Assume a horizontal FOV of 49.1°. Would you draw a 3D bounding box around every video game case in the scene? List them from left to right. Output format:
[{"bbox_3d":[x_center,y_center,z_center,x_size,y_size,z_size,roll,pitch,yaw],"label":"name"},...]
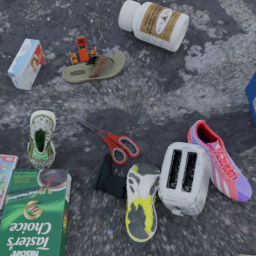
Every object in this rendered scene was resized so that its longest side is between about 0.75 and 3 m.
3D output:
[{"bbox_3d":[-4.444,1.694,9.125,1.261,0.154,1.764,5,60,3],"label":"video game case"}]

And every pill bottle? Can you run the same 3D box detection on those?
[{"bbox_3d":[1.043,-4.373,11.775,2.667,1.525,1.525,25,63,13],"label":"pill bottle"}]

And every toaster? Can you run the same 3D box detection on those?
[{"bbox_3d":[1.686,1.376,8.210,1.320,1.500,2.322,9,73,20],"label":"toaster"}]

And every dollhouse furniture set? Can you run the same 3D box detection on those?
[{"bbox_3d":[-1.872,-3.193,11.650,1.135,0.584,1.122,-12,61,-7],"label":"dollhouse furniture set"}]

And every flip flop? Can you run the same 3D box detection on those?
[{"bbox_3d":[-1.328,-2.466,11.135,2.636,0.759,1.069,-14,61,-8],"label":"flip flop"}]

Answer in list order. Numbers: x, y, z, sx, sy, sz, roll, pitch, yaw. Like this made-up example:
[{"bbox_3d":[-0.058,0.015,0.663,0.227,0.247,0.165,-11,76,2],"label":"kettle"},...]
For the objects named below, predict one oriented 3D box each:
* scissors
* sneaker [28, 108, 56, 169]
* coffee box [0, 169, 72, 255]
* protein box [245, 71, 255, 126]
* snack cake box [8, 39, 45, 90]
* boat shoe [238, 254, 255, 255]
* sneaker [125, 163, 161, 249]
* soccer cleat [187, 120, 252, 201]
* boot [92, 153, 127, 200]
[{"bbox_3d":[-0.778,0.207,9.986,1.026,0.195,2.805,-39,66,-17],"label":"scissors"},{"bbox_3d":[-2.704,0.596,8.548,0.888,2.310,1.024,4,31,-9],"label":"sneaker"},{"bbox_3d":[-2.718,2.694,8.258,1.837,0.657,2.987,1,60,1],"label":"coffee box"},{"bbox_3d":[5.506,-1.070,9.206,1.835,2.719,2.700,-1,60,-1],"label":"protein box"},{"bbox_3d":[-3.949,-2.501,11.010,0.589,1.008,1.752,11,61,6],"label":"snack cake box"},{"bbox_3d":[3.032,4.658,6.995,1.078,1.015,2.832,15,50,5],"label":"boat shoe"},{"bbox_3d":[0.333,2.223,8.362,1.039,1.181,2.790,13,40,2],"label":"sneaker"},{"bbox_3d":[2.910,1.021,8.964,0.956,1.096,2.867,-25,63,-14],"label":"soccer cleat"},{"bbox_3d":[-0.420,1.537,8.997,1.107,0.503,1.317,15,68,12],"label":"boot"}]
